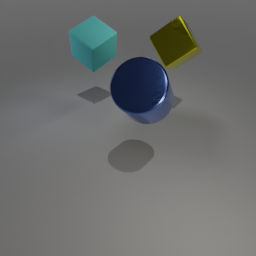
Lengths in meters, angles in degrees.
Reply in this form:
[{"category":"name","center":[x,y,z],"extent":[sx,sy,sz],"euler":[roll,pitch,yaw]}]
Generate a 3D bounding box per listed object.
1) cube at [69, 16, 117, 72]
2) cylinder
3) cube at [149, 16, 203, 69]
[{"category":"cube","center":[-1.452,-3.525,11.792],"extent":[1.400,1.400,1.400],"euler":[40,65,17]},{"category":"cylinder","center":[0.402,-0.891,7.128],"extent":[1.400,1.400,1.400],"euler":[9,-6,15]},{"category":"cube","center":[1.913,-3.294,11.053],"extent":[1.400,1.400,1.400],"euler":[-29,-3,24]}]
